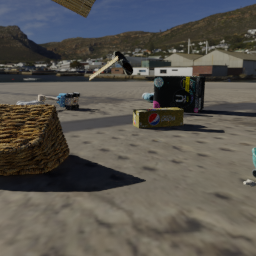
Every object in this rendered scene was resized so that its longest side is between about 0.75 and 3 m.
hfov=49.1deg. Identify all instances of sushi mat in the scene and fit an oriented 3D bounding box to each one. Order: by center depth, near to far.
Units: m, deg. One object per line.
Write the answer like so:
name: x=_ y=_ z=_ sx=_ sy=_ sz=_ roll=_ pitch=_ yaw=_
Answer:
sushi mat: x=-1.690 y=-3.314 z=5.337 sx=2.845 sy=1.361 sz=0.172 roll=15 pitch=28 yaw=-35
sushi mat: x=-0.792 y=-1.947 z=9.169 sx=1.179 sy=0.071 sz=0.564 roll=-34 pitch=23 yaw=10

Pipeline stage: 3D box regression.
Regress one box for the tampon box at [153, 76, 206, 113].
tampon box: x=2.242 y=-1.533 z=12.277 sx=1.997 sy=1.496 sz=1.260 roll=5 pitch=13 yaw=24

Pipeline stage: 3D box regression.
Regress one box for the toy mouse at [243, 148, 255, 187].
toy mouse: x=2.823 y=0.642 z=3.998 sx=2.736 sy=0.529 sz=2.431 roll=2 pitch=12 yaw=10

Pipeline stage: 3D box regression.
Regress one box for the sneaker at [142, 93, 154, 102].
sneaker: x=1.502 y=-1.688 z=15.855 sx=1.478 sy=0.546 sz=0.605 roll=-10 pitch=36 yaw=-38

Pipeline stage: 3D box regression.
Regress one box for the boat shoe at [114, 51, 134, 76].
boat shoe: x=-0.162 y=-2.795 z=11.888 sx=0.432 sy=1.204 sz=0.407 roll=-35 pitch=1 yaw=-7

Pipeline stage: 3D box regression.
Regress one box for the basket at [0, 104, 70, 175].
basket: x=-2.097 y=0.416 z=5.086 sx=1.756 sy=1.308 sz=1.253 roll=1 pitch=44 yaw=6

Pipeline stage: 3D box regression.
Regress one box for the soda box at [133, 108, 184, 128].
soda box: x=0.963 y=-0.338 z=8.844 sx=1.557 sy=0.527 sz=0.498 roll=-4 pitch=12 yaw=-20

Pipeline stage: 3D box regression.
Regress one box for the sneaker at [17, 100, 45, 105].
sneaker: x=-4.254 y=-0.944 z=12.334 sx=1.198 sy=0.458 sz=0.482 roll=-9 pitch=29 yaw=-28

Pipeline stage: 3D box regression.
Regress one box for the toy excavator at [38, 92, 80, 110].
toy excavator: x=-3.107 y=-1.282 z=12.703 sx=1.456 sy=0.727 sz=1.416 roll=10 pitch=13 yaw=22
